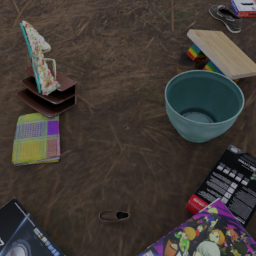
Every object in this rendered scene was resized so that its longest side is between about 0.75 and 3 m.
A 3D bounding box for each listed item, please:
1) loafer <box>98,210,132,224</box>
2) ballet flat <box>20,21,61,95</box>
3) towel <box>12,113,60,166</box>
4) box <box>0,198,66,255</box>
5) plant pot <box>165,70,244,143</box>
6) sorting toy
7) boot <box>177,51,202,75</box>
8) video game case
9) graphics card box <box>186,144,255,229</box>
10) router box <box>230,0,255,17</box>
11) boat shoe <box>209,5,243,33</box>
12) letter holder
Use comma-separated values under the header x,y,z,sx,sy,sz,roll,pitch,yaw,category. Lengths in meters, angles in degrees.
x,y,z,sx,sy,sz,roll,pitch,yaw,category
-0.356,2.352,7.553,0.938,0.333,0.343,-1,52,-1,loafer
-2.754,-2.230,8.932,0.750,2.347,0.888,-17,11,-19,ballet flat
-2.987,0.309,9.223,1.480,0.235,2.061,-8,52,-6,towel
-2.852,3.089,6.884,2.211,0.481,1.771,37,61,25,box
2.302,-0.517,8.991,2.330,1.561,2.330,-1,51,2,plant pot
3.485,-2.596,10.581,2.356,0.825,2.370,-15,61,-42,sorting toy
2.383,-2.403,11.064,0.890,0.913,2.419,15,35,19,boot
1.902,3.510,6.137,2.679,0.529,2.955,-31,61,-9,video game case
2.917,1.727,7.858,1.536,0.623,2.448,32,60,23,graphics card box
5.982,-6.133,14.182,1.196,0.326,1.333,-2,52,-1,router box
4.737,-5.451,13.439,0.770,0.657,2.304,-18,54,-13,boat shoe
-2.946,-1.360,9.871,1.914,0.963,1.361,31,45,22,letter holder
